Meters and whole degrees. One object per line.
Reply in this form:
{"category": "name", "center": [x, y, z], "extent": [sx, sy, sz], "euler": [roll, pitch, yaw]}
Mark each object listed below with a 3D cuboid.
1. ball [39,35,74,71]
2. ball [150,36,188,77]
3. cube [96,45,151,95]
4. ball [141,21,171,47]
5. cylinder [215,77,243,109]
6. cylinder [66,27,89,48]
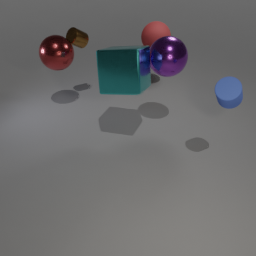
{"category": "ball", "center": [-2.890, -3.038, 11.356], "extent": [1.400, 1.400, 1.400], "euler": [0, 33, 0]}
{"category": "ball", "center": [1.396, -2.501, 9.836], "extent": [1.400, 1.400, 1.400], "euler": [0, 33, 0]}
{"category": "cube", "center": [-0.097, -1.935, 9.260], "extent": [1.400, 1.400, 1.400], "euler": [4, 21, 18]}
{"category": "ball", "center": [1.326, -4.318, 13.283], "extent": [1.400, 1.400, 1.400], "euler": [0, 33, 0]}
{"category": "cylinder", "center": [2.807, -0.971, 7.783], "extent": [0.700, 0.700, 0.700], "euler": [19, -7, 27]}
{"category": "cylinder", "center": [-2.162, -3.841, 11.956], "extent": [0.700, 0.700, 0.700], "euler": [26, 11, 35]}
